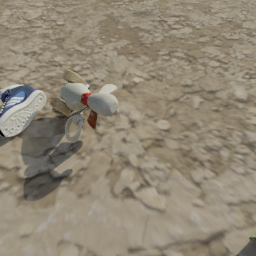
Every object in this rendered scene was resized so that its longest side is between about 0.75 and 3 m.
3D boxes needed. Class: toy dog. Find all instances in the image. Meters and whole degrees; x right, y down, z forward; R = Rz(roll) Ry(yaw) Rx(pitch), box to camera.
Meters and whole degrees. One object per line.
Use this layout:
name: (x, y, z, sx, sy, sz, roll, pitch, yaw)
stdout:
toy dog: (-1.156, -0.712, 8.345, 1.828, 1.335, 2.772, -50, 46, 11)

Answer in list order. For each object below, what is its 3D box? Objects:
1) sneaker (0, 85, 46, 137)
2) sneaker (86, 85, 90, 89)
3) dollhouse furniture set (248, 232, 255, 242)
sneaker: (-3.720, -0.624, 8.834, 1.487, 0.818, 2.031, 16, 51, 25)
sneaker: (-1.772, -1.231, 9.588, 0.639, 0.419, 1.110, 30, 51, 2)
dollhouse furniture set: (3.193, 2.179, 5.723, 0.738, 0.566, 1.127, -11, 19, -40)
